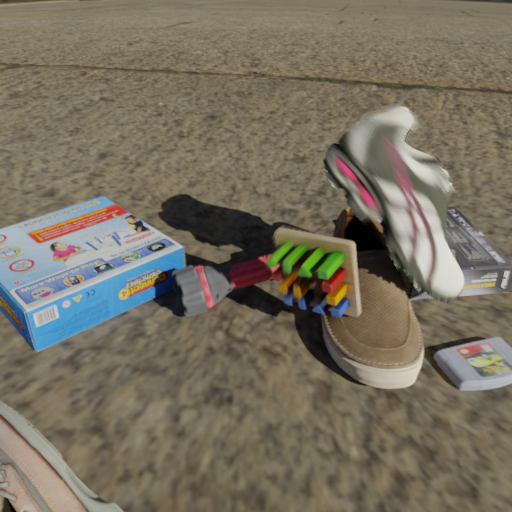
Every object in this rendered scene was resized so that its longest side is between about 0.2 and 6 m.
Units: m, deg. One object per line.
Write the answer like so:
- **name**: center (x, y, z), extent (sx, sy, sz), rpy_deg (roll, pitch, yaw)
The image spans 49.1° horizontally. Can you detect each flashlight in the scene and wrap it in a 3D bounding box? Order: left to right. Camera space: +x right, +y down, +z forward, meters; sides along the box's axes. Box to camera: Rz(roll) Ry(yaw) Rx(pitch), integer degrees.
- **flashlight**: center (-0.149, 0.275, 8.542), extent (2.190, 0.744, 0.741), rpy_deg (-16, 46, -13)

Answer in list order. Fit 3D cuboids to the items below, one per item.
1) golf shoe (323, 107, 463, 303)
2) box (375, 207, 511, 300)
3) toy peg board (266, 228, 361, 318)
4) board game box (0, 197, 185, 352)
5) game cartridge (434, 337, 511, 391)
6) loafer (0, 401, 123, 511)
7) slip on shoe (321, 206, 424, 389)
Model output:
- **golf shoe**: center (2.176, -0.561, 7.521), extent (1.301, 2.955, 1.141), rpy_deg (-36, 23, 17)
- **box**: center (3.060, -0.109, 9.615), extent (1.721, 0.525, 2.173), rpy_deg (-5, 31, -8)
- **toy peg board**: center (0.697, 0.334, 7.343), extent (1.149, 1.144, 0.562), rpy_deg (13, 38, 34)
- **board game box**: center (-2.933, 0.111, 9.058), extent (2.612, 0.730, 2.557), rpy_deg (-25, 38, -35)
- **game cartridge**: center (3.007, 1.434, 7.395), extent (1.075, 0.220, 0.716), rpy_deg (-10, 36, -15)
- **loafer**: center (-1.984, 2.378, 5.032), extent (3.154, 1.134, 0.992), rpy_deg (25, 46, 31)
- **slip on shoe**: center (1.641, 0.420, 8.217), extent (1.331, 1.061, 3.502), rpy_deg (3, 31, 4)
